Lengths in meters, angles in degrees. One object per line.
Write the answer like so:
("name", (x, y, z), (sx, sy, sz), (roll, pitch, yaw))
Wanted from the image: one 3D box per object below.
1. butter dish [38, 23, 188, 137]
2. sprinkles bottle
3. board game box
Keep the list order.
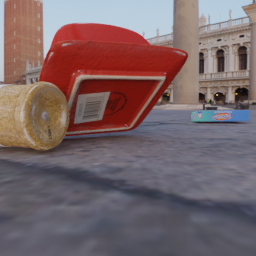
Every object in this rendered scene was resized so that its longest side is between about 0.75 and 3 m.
("butter dish", (-0.562, -0.997, 4.877), (2.261, 1.676, 2.267), (-6, -30, -29))
("sprinkles bottle", (-2.100, -0.177, 4.021), (2.564, 0.875, 0.875), (2, 5, 27))
("board game box", (3.312, -0.431, 10.280), (1.771, 0.398, 1.347), (0, 2, 5))
